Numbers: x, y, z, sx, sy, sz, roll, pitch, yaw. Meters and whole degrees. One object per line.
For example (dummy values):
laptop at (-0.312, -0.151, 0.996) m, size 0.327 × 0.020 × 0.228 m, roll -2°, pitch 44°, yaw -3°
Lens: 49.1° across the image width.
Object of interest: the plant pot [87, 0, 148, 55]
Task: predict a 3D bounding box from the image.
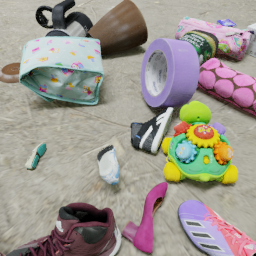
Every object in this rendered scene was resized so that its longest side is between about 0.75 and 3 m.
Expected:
plant pot at (-0.564, -3.889, 11.440) m, size 2.050 × 1.916 × 1.916 m, roll -32°, pitch 48°, yaw -14°

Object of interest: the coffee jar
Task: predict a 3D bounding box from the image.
coffee jar at (2.147, -2.678, 10.307) m, size 1.460 × 1.195 × 2.800 m, roll 28°, pitch 48°, yaw 29°

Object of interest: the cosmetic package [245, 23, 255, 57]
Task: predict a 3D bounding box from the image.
cosmetic package at (5.610, -3.655, 11.519) m, size 1.341 × 1.106 × 1.105 m, roll -27°, pitch 48°, yaw -27°

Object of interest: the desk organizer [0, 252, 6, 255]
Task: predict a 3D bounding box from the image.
desk organizer at (-3.383, 2.483, 4.155) m, size 0.943 × 1.012 × 2.629 m, roll -3°, pitch 29°, yaw 46°

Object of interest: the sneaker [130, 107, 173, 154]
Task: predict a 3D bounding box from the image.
sneaker at (0.598, -0.104, 7.720) m, size 0.967 × 0.632 × 1.729 m, roll 16°, pitch 44°, yaw 16°

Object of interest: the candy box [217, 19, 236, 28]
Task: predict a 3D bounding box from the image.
candy box at (4.835, -5.069, 13.803) m, size 0.665 × 0.303 × 0.787 m, roll -9°, pitch 42°, yaw -7°

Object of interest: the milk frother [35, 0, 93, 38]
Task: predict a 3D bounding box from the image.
milk frother at (-2.897, -3.919, 11.397) m, size 2.295 × 2.071 × 2.159 m, roll -10°, pitch 35°, yaw 23°

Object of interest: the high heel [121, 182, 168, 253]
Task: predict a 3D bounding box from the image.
high heel at (0.571, 1.768, 5.649) m, size 0.720 × 0.505 × 1.497 m, roll 23°, pitch 58°, yaw 32°

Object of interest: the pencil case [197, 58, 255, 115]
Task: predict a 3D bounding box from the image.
pencil case at (3.442, -1.362, 8.837) m, size 2.581 × 1.171 × 1.209 m, roll 35°, pitch 88°, yaw 31°

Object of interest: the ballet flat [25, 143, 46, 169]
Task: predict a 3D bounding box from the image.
ballet flat at (-2.355, 0.681, 7.092) m, size 0.266 × 0.288 × 0.853 m, roll -1°, pitch 39°, yaw 15°

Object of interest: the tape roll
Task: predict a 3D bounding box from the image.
tape roll at (1.170, -1.599, 8.312) m, size 0.845 × 1.988 × 1.988 m, roll -1°, pitch 38°, yaw -23°

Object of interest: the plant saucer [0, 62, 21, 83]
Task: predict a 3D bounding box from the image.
plant saucer at (-4.160, -2.107, 10.384) m, size 1.348 × 0.247 × 1.348 m, roll 0°, pitch 41°, yaw 0°

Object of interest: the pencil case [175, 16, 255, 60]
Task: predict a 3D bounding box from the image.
pencil case at (3.463, -3.721, 11.477) m, size 2.941 × 1.286 × 1.286 m, roll 24°, pitch 46°, yaw 27°

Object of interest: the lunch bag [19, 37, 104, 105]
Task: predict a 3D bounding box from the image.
lunch bag at (-2.109, -1.916, 8.869) m, size 2.466 × 1.504 × 2.101 m, roll 3°, pitch 45°, yaw -15°

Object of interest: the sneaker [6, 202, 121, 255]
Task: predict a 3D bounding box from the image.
sneaker at (-1.323, 1.912, 4.738) m, size 2.485 × 1.435 × 0.940 m, roll -18°, pitch 44°, yaw -20°

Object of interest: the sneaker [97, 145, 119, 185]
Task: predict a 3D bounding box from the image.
sneaker at (-0.430, 0.822, 6.420) m, size 0.461 × 0.465 × 1.284 m, roll -24°, pitch 27°, yaw 8°

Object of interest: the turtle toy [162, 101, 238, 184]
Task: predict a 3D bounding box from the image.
turtle toy at (1.708, 0.308, 6.808) m, size 1.712 × 1.187 × 2.349 m, roll 1°, pitch 40°, yaw 2°

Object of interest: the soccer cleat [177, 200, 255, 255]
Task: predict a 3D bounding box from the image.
soccer cleat at (1.871, 2.086, 4.924) m, size 0.867 × 0.931 × 2.543 m, roll -22°, pitch 45°, yaw -23°
